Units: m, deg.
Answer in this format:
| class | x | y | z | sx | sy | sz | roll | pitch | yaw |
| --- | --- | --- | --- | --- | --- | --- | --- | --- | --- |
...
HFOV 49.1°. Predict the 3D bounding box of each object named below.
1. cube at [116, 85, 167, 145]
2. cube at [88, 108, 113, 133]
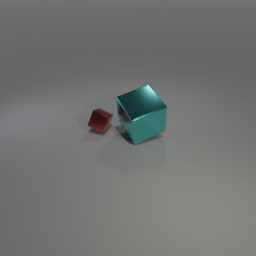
| class | x | y | z | sx | sy | sz | roll | pitch | yaw |
| --- | --- | --- | --- | --- | --- | --- | --- | --- | --- |
| cube | 0.507 | -0.509 | 10.602 | 1.400 | 1.400 | 1.400 | -23 | 52 | -14 |
| cube | -1.106 | -0.320 | 11.333 | 0.700 | 0.700 | 0.700 | 25 | 17 | 8 |
